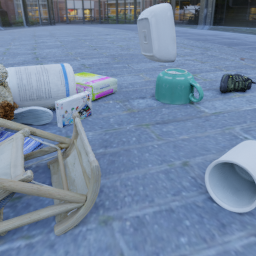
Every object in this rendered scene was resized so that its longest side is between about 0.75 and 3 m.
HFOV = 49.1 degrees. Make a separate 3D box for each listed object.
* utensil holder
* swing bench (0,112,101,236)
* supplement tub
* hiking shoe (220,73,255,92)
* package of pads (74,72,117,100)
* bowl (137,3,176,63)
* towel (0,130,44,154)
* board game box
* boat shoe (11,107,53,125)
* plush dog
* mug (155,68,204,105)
[{"bbox_3d":[2.686,1.053,6.524,1.241,1.241,1.460,21,30,37],"label":"utensil holder"},{"bbox_3d":[-2.194,0.904,6.268,2.713,1.760,2.698,0,24,-18],"label":"swing bench"},{"bbox_3d":[-3.631,-1.637,11.456,2.771,1.828,1.828,-8,27,-20],"label":"supplement tub"},{"bbox_3d":[5.418,-2.230,13.772,1.187,0.893,2.358,19,30,41],"label":"hiking shoe"},{"bbox_3d":[-1.953,-2.051,13.525,2.337,0.797,1.806,17,29,33],"label":"package of pads"},{"bbox_3d":[0.839,-2.953,8.971,0.669,1.791,1.789,-15,21,-12],"label":"bowl"},{"bbox_3d":[-4.257,0.562,8.576,2.746,0.327,1.988,12,29,23],"label":"towel"},{"bbox_3d":[-1.992,-0.714,10.486,0.268,0.979,1.550,19,31,34],"label":"board game box"},{"bbox_3d":[-3.721,-0.525,10.394,1.933,0.711,0.645,-2,26,-2],"label":"boat shoe"},{"bbox_3d":[-4.516,-0.559,9.181,2.437,1.955,2.093,-26,48,16],"label":"plush dog"},{"bbox_3d":[2.310,-1.950,12.699,2.107,1.303,1.731,3,26,6],"label":"mug"}]
